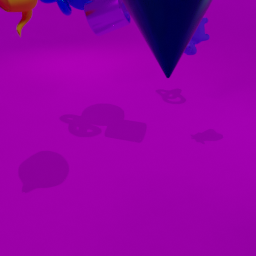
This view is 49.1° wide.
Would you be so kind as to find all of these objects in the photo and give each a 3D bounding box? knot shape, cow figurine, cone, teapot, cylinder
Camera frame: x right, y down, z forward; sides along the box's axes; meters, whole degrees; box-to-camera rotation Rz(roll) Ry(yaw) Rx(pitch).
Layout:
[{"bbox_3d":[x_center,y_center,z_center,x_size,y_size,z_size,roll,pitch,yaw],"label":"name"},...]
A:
[{"bbox_3d":[-2.141,-4.125,8.188,0.720,1.559,1.459,-25,36,-36],"label":"knot shape"},{"bbox_3d":[1.752,-2.496,7.607,0.964,0.980,0.538,-19,20,-27],"label":"cow figurine"},{"bbox_3d":[0.400,-1.139,2.802,1.408,1.408,1.413,1,74,2],"label":"cone"},{"bbox_3d":[-2.690,-3.140,6.322,1.297,2.087,1.022,29,60,38],"label":"teapot"},{"bbox_3d":[-0.572,-3.260,7.915,1.018,1.018,1.018,-15,27,17],"label":"cylinder"}]

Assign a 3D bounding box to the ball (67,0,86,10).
[{"bbox_3d":[-1.412,-4.414,8.730,1.371,1.371,1.371,0,31,0],"label":"ball"}]
